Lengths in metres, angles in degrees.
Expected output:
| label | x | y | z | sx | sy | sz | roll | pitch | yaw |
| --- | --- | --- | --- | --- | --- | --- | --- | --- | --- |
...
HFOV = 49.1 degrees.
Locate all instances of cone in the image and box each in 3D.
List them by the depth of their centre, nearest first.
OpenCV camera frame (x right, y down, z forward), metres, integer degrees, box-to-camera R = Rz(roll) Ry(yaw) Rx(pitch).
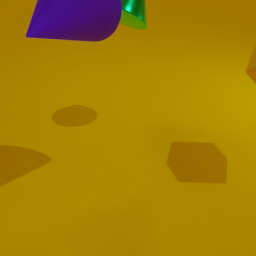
| label | x | y | z | sx | sy | sz | roll | pitch | yaw |
| --- | --- | --- | --- | --- | --- | --- | --- | --- | --- |
| cone | -1.175 | -1.871 | 4.687 | 1.617 | 1.617 | 1.623 | 16 | 47 | 19 |
| cone | 0.127 | -3.381 | 7.040 | 1.300 | 1.305 | 1.300 | 23 | 5 | -2 |

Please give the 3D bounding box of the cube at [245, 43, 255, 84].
| label | x | y | z | sx | sy | sz | roll | pitch | yaw |
| --- | --- | --- | --- | --- | --- | --- | --- | --- | --- |
| cube | 3.294 | -1.338 | 5.682 | 1.101 | 1.101 | 1.101 | -13 | 44 | 57 |
